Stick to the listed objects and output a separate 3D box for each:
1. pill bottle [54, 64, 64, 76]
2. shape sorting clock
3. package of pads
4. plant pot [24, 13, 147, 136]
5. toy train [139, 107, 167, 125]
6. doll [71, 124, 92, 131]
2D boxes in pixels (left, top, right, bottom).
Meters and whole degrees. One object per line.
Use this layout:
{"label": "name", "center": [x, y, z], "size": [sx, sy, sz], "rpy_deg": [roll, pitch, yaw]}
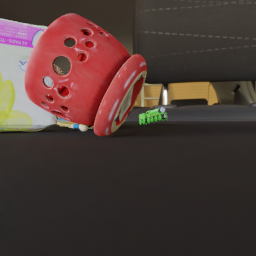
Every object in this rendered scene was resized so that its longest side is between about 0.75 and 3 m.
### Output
{"label": "pill bottle", "center": [-2.361, -1.174, 7.703], "size": [0.695, 0.695, 1.238], "rpy_deg": [-2, -33, -50]}
{"label": "shape sorting clock", "center": [-1.141, -0.226, 8.744], "size": [2.132, 0.418, 2.132], "rpy_deg": [3, 13, -1]}
{"label": "package of pads", "center": [-2.948, -1.030, 5.656], "size": [2.966, 2.291, 1.011], "rpy_deg": [-3, 0, -36]}
{"label": "plant pot", "center": [-0.572, -0.788, 4.552], "size": [1.473, 1.617, 1.617], "rpy_deg": [28, 6, 7]}
{"label": "toy train", "center": [1.055, -0.508, 12.165], "size": [0.418, 0.565, 2.004], "rpy_deg": [-1, -6, -27]}
{"label": "doll", "center": [-0.789, -0.098, 5.270], "size": [0.575, 0.204, 0.843], "rpy_deg": [-9, 16, 1]}
